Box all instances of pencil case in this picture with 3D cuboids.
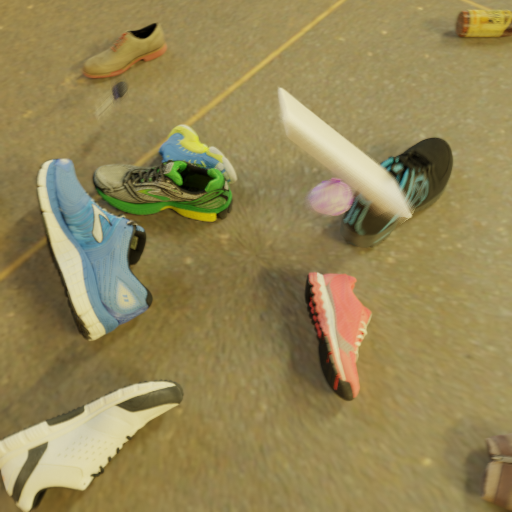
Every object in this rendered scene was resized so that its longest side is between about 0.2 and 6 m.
[{"bbox_3d":[1.210,-0.954,9.123,0.564,1.345,0.575,9,96,-3],"label":"pencil case"}]

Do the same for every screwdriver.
[{"bbox_3d":[-2.805,-2.991,10.823,0.248,0.259,1.778,10,38,-1],"label":"screwdriver"}]

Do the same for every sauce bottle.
[{"bbox_3d":[5.889,-5.665,13.637,1.926,0.636,0.636,-2,58,-1],"label":"sauce bottle"}]

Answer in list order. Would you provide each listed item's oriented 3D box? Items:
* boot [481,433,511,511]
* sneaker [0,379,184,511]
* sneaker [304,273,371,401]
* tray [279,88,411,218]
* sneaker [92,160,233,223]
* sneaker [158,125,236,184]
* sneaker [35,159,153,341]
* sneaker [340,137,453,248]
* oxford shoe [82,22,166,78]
[{"bbox_3d":[3.929,3.478,7.942,1.367,0.657,1.869,5,57,11],"label":"boot"},{"bbox_3d":[-2.338,2.724,8.267,2.843,1.048,1.137,-24,74,-9],"label":"sneaker"},{"bbox_3d":[1.478,1.201,9.182,0.993,0.844,2.289,-7,58,-6],"label":"sneaker"},{"bbox_3d":[1.370,-1.595,9.105,2.701,0.300,1.450,33,27,-23],"label":"tray"},{"bbox_3d":[-1.795,-1.450,10.665,2.711,1.155,1.058,5,58,4],"label":"sneaker"},{"bbox_3d":[-1.254,-1.820,11.254,0.996,0.718,1.896,-42,59,-10],"label":"sneaker"},{"bbox_3d":[-2.858,-0.283,9.983,1.602,1.411,3.593,-18,66,-23],"label":"sneaker"},{"bbox_3d":[2.841,-1.403,10.574,1.124,1.258,3.071,36,64,21],"label":"sneaker"},{"bbox_3d":[-3.117,-4.821,12.994,2.107,0.788,0.742,-33,63,-19],"label":"oxford shoe"}]
